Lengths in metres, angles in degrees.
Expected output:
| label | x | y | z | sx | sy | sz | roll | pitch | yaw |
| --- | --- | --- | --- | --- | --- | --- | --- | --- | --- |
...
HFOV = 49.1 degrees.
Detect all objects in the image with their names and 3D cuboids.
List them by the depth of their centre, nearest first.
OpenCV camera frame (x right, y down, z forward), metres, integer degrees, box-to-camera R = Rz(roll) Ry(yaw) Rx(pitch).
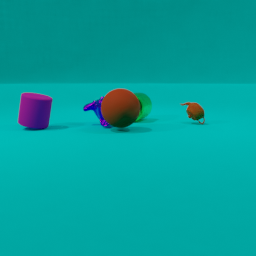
| label | x | y | z | sx | sy | sz | roll | pitch | yaw |
| --- | --- | --- | --- | --- | --- | --- | --- | --- | --- |
| ball | -0.222 | -0.589 | 8.366 | 1.171 | 1.171 | 1.171 | 0 | 10 | 0 |
| cylinder | -2.878 | -0.547 | 8.699 | 0.928 | 0.928 | 0.928 | 12 | 13 | -3 |
| monkey head | -0.881 | -0.541 | 9.395 | 1.087 | 0.910 | 1.511 | -17 | 19 | 10 |
| teapot | 2.257 | -0.556 | 9.647 | 0.520 | 1.062 | 0.660 | -41 | -7 | -7 |
| cylinder | 0.260 | -0.781 | 10.354 | 1.018 | 1.018 | 1.018 | 4 | 11 | 22 |
